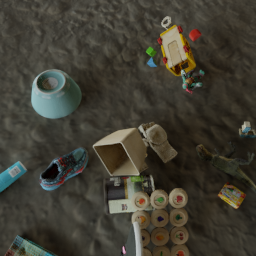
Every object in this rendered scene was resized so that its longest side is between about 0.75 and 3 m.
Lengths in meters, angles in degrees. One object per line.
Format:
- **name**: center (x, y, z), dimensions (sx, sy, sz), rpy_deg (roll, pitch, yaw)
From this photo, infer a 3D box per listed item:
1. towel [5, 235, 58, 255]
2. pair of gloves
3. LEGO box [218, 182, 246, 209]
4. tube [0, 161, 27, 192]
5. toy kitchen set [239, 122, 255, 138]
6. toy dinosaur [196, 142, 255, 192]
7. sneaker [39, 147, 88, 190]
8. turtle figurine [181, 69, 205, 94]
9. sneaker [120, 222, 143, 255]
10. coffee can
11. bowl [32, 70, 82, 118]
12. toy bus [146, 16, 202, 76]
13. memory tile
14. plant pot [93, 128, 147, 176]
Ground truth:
- **towel**: center (-3.171, 4.445, 8.982), dimensions (1.830, 0.199, 1.342), rpy_deg (23, 62, 12)
- **pair of gloves**: center (0.618, 0.721, 10.958), dimensions (2.186, 0.383, 1.859), rpy_deg (-23, 63, -13)
- **LEGO box**: center (3.724, 2.413, 10.056), dimensions (0.762, 0.294, 0.568), rpy_deg (35, 66, 18)
- **tube**: center (-4.627, 1.981, 10.248), dimensions (1.871, 0.472, 0.725), rpy_deg (-38, 59, -13)
- **toy kitchen set**: center (4.982, 0.192, 11.015), dimensions (0.982, 0.787, 0.578), rpy_deg (2, 60, 1)
- **toy dinosaur**: center (3.948, 1.272, 10.515), dimensions (2.799, 0.664, 1.233), rpy_deg (35, 81, 17)
- **sneaker**: center (-2.287, 1.419, 10.207), dimensions (0.828, 0.997, 2.087), rpy_deg (41, 68, 20)
- **turtle figurine**: center (2.754, -2.139, 12.358), dimensions (1.106, 0.743, 1.477), rpy_deg (38, 51, 4)
- **sneaker**: center (-0.339, 4.249, 8.291), dimensions (1.449, 1.033, 2.922), rpy_deg (6, 82, 2)
- **coffee can**: center (0.043, 2.273, 9.612), dimensions (1.657, 1.213, 1.213), rpy_deg (-4, 61, -3)
- **bowl**: center (-3.115, -1.612, 11.831), dimensions (2.175, 1.138, 2.175), rpy_deg (1, 60, -1)
- **toy bus**: center (2.261, -3.600, 12.858), dimensions (2.283, 1.250, 2.419), rpy_deg (30, 93, 41)
- **memory tile**: center (1.028, 3.186, 8.985), dimensions (1.863, 0.204, 2.430), rpy_deg (-2, 93, -2)
- **plant pot**: center (-0.127, 0.747, 9.887), dimensions (1.380, 1.378, 1.222), rpy_deg (-9, 29, 41)
